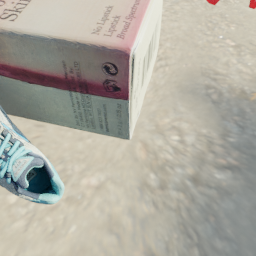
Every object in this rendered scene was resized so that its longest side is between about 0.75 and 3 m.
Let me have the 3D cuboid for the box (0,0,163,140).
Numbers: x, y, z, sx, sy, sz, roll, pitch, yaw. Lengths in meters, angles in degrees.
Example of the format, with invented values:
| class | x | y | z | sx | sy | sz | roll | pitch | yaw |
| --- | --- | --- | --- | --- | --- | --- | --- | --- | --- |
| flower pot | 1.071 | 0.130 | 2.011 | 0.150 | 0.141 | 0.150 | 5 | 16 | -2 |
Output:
| class | x | y | z | sx | sy | sz | roll | pitch | yaw |
| --- | --- | --- | --- | --- | --- | --- | --- | --- | --- |
| box | -1.133 | -1.283 | 4.121 | 2.987 | 1.627 | 1.910 | 12 | 54 | 8 |

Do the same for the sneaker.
| class | x | y | z | sx | sy | sz | roll | pitch | yaw |
| --- | --- | --- | --- | --- | --- | --- | --- | --- | --- |
| sneaker | -1.407 | 0.243 | 3.219 | 0.868 | 2.012 | 0.781 | 19 | 66 | 41 |

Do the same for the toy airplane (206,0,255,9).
| class | x | y | z | sx | sy | sz | roll | pitch | yaw |
| --- | --- | --- | --- | --- | --- | --- | --- | --- | --- |
| toy airplane | 2.003 | -2.620 | 4.963 | 1.301 | 1.301 | 0.239 | -6 | 12 | -5 |
